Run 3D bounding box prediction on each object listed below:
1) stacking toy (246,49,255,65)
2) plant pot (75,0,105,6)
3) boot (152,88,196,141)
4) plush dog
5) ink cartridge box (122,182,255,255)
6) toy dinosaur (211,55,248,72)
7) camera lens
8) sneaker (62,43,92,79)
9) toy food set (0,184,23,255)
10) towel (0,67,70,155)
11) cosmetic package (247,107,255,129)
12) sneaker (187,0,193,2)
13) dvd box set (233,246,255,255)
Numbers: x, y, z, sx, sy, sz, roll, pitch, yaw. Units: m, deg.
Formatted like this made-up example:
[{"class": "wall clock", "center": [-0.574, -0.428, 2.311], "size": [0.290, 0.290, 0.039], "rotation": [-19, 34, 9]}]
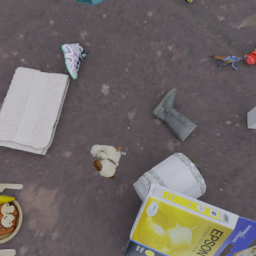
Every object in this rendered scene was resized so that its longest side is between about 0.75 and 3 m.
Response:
[{"class": "stacking toy", "center": [4.693, -2.707, 9.833], "size": [1.324, 0.565, 0.565], "rotation": [-35, 76, -5]}, {"class": "plant pot", "center": [-0.475, -4.121, 6.993], "size": [1.919, 1.357, 1.356], "rotation": [-28, 37, -15]}, {"class": "boot", "center": [1.658, -0.455, 9.153], "size": [1.382, 0.502, 1.257], "rotation": [37, 91, 17]}, {"class": "plush dog", "center": [-0.494, 0.888, 7.207], "size": [0.938, 0.753, 0.806], "rotation": [40, 47, -32]}, {"class": "ink cartridge box", "center": [1.474, 2.937, 7.109], "size": [2.812, 2.779, 0.661], "rotation": [21, 35, 8]}, {"class": "toy dinosaur", "center": [3.619, -2.440, 9.747], "size": [0.953, 0.551, 1.050], "rotation": [-27, 70, -16]}, {"class": "camera lens", "center": [1.214, 1.661, 8.037], "size": [1.753, 1.402, 1.402], "rotation": [-32, 76, -9]}, {"class": "sneaker", "center": [-1.696, -2.409, 9.718], "size": [0.957, 0.532, 1.368], "rotation": [-16, 75, -4]}, {"class": "toy food set", "center": [-3.886, 2.687, 8.242], "size": [1.481, 0.431, 2.146], "rotation": [-1, 73, 0]}, {"class": "towel", "center": [-3.179, -0.632, 9.208], "size": [1.894, 0.493, 2.858], "rotation": [11, 73, 2]}, {"class": "cosmetic package", "center": [4.198, -0.375, 8.838], "size": [0.444, 1.047, 0.563], "rotation": [5, 72, 0]}, {"class": "sneaker", "center": [2.483, -5.171, 10.663], "size": [0.350, 0.308, 0.826], "rotation": [40, 77, 11]}, {"class": "dvd box set", "center": [2.437, 2.627, 5.092], "size": [0.248, 1.687, 1.234], "rotation": [43, 44, 5]}]
